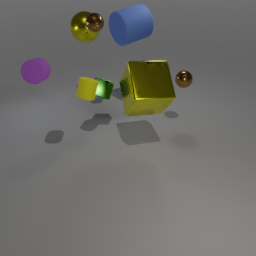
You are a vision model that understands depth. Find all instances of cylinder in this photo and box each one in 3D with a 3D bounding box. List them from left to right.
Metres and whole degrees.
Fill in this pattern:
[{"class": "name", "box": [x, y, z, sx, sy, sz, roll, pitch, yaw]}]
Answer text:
[{"class": "cylinder", "box": [-2.721, -1.705, 8.325, 0.700, 0.700, 0.700, -1, 18, -2]}, {"class": "cylinder", "box": [-1.503, -1.447, 10.321, 0.700, 0.700, 0.700, 14, 17, -4]}, {"class": "cylinder", "box": [0.126, -4.371, 11.904, 1.400, 1.400, 1.400, -27, 38, -24]}]

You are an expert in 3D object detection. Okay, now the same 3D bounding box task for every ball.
[{"class": "ball", "box": [-1.998, -4.702, 13.080, 1.400, 1.400, 1.400, 0, 30, 0]}, {"class": "ball", "box": [-1.273, -4.021, 10.686, 0.700, 0.700, 0.700, 0, 30, 0]}, {"class": "ball", "box": [2.237, -1.952, 11.216, 0.700, 0.700, 0.700, 0, 30, 0]}]

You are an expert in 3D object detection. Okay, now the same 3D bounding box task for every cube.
[{"class": "cube", "box": [-1.047, -1.559, 11.115, 0.700, 0.700, 0.700, 17, 2, -21]}, {"class": "cube", "box": [0.612, -1.325, 9.548, 1.400, 1.400, 1.400, -5, 72, -16]}]
